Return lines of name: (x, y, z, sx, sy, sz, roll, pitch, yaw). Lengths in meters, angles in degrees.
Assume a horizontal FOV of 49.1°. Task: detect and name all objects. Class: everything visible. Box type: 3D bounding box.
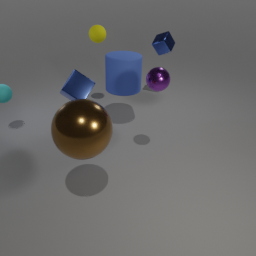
cube: (1.637, -3.882, 12.871, 0.700, 0.700, 0.700, -3, 51, 41)
ball: (0.873, -1.407, 8.099, 0.700, 0.700, 0.700, 0, 31, 0)
cube: (-1.463, -1.148, 8.059, 0.700, 0.700, 0.700, 32, -11, -15)
cylinder: (-0.173, -2.130, 10.825, 1.400, 1.400, 1.400, 1, 28, -1)
ball: (-1.233, -3.805, 11.335, 0.700, 0.700, 0.700, 0, 31, 0)
ball: (-4.652, -1.272, 10.347, 0.700, 0.700, 0.700, 0, 31, 0)
ball: (-1.052, 0.027, 6.450, 1.400, 1.400, 1.400, 0, 31, 0)
